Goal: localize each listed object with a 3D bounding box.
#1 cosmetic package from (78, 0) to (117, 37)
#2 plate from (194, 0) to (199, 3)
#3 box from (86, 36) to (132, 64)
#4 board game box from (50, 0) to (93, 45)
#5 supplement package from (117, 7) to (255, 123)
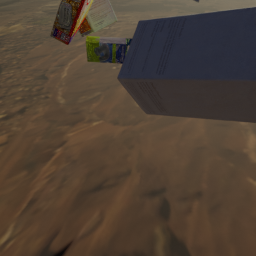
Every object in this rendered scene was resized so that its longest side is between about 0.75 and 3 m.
[{"bbox_3d":[-1.410,-4.124,8.317,0.893,2.506,1.271,-33,22,-17],"label":"cosmetic package"},{"bbox_3d":[1.946,-4.955,9.415,1.223,1.220,0.198,7,-19,-33],"label":"plate"},{"bbox_3d":[-0.479,-1.975,7.128,1.134,0.691,0.270,3,57,-2],"label":"box"},{"bbox_3d":[-1.011,-3.167,6.308,0.487,2.103,1.593,26,48,-12],"label":"board game box"},{"bbox_3d":[0.950,-0.777,3.705,1.756,1.030,1.027,7,67,32],"label":"supplement package"}]
